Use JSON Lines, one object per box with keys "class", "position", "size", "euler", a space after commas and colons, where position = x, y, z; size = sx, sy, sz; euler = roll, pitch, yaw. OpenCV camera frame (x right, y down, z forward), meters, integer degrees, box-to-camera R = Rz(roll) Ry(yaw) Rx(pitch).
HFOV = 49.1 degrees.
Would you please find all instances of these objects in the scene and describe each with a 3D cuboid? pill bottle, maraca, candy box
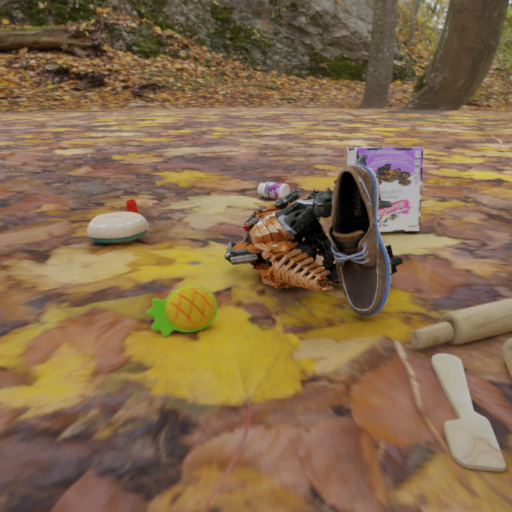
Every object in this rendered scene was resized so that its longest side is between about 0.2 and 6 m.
{"class": "pill bottle", "position": [0.414, -1.569, 13.550], "size": [0.730, 0.410, 0.410], "euler": [12, 22, 34]}
{"class": "maraca", "position": [-0.871, 0.656, 6.689], "size": [0.834, 0.571, 0.446], "euler": [-16, -19, -17]}
{"class": "candy box", "position": [2.417, -1.255, 10.622], "size": [1.327, 1.582, 0.566], "euler": [-3, 10, -11]}

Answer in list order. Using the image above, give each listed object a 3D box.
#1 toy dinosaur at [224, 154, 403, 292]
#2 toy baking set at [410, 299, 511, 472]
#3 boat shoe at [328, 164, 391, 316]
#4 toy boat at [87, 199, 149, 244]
{"class": "toy dinosaur", "position": [0.715, -0.103, 8.046], "size": [2.378, 1.790, 3.504], "euler": [-14, 37, 1]}
{"class": "toy baking set", "position": [2.851, 1.082, 5.554], "size": [3.253, 0.378, 2.497], "euler": [-7, 19, -20]}
{"class": "boat shoe", "position": [1.173, -0.172, 6.820], "size": [0.680, 1.883, 0.681], "euler": [-8, 0, 29]}
{"class": "toy boat", "position": [-2.432, -0.552, 10.358], "size": [1.108, 0.612, 1.318], "euler": [-1, 26, 10]}
